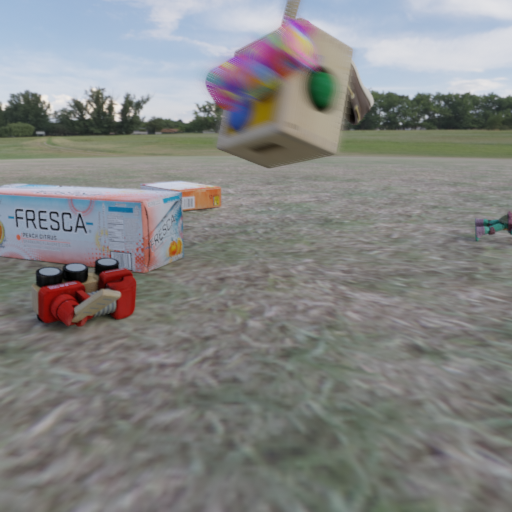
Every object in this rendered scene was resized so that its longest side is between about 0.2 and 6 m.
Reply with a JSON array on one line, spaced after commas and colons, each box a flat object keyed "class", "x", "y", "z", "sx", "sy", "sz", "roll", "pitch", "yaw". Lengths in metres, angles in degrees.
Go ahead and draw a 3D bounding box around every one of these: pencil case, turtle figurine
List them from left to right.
[{"class": "pencil case", "x": 0.052, "y": -2.219, "z": 6.591, "sx": 1.384, "sy": 0.612, "sz": 0.612, "roll": -17, "pitch": 1, "yaw": 36}, {"class": "turtle figurine", "x": 5.403, "y": -0.598, "z": 11.918, "sx": 1.388, "sy": 0.699, "sz": 1.039, "roll": -1, "pitch": 12, "yaw": 22}]

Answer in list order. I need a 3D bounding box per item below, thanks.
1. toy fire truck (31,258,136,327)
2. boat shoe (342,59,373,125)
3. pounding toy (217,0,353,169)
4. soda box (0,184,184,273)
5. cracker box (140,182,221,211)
[{"class": "toy fire truck", "x": -1.933, "y": 0.508, "z": 6.848, "sx": 1.202, "sy": 0.879, "sz": 1.366, "roll": -10, "pitch": 28, "yaw": -41}, {"class": "boat shoe", "x": 1.609, "y": -3.288, "z": 10.719, "sx": 0.686, "sy": 0.568, "sz": 1.909, "roll": 23, "pitch": -13, "yaw": 44}, {"class": "pounding toy", "x": 0.422, "y": -2.789, "z": 8.971, "sx": 1.647, "sy": 2.133, "sz": 2.317, "roll": 15, "pitch": -8, "yaw": -34}, {"class": "soda box", "x": -3.382, "y": -0.610, "z": 10.485, "sx": 4.019, "sy": 1.278, "sz": 1.375, "roll": 6, "pitch": 14, "yaw": 22}, {"class": "cracker box", "x": -2.373, "y": -1.881, "z": 17.418, "sx": 1.551, "sy": 0.668, "sz": 2.316, "roll": -10, "pitch": 17, "yaw": -38}]
